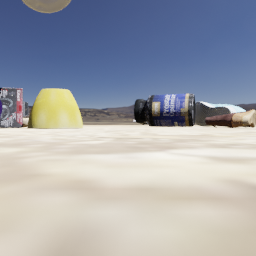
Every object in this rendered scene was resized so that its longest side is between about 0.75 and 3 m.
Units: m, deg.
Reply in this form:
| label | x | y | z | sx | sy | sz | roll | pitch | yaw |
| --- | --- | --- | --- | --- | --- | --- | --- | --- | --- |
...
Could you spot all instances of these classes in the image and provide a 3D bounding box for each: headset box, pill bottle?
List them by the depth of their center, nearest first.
| label | x | y | z | sx | sy | sz | roll | pitch | yaw |
| --- | --- | --- | --- | --- | --- | --- | --- | --- | --- |
| pill bottle | -1.827 | -3.410 | 5.716 | 1.127 | 1.974 | 1.127 | -16 | -29 | -9 |
| headset box | -3.424 | -0.528 | 7.478 | 1.447 | 1.077 | 0.559 | -1 | 1 | -22 |
| pill bottle | 1.547 | -0.722 | 11.715 | 2.435 | 1.362 | 1.362 | 0 | 1 | 18 |

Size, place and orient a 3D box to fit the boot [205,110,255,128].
| label | x | y | z | sx | sy | sz | roll | pitch | yaw |
| --- | --- | --- | --- | --- | --- | --- | --- | --- | --- |
| boot | 3.116 | -0.273 | 8.409 | 1.236 | 0.538 | 1.486 | 2 | 5 | 35 |

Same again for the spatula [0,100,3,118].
| label | x | y | z | sx | sy | sz | roll | pitch | yaw |
| --- | --- | --- | --- | --- | --- | --- | --- | --- | --- |
| spatula | -4.393 | -0.613 | 6.825 | 2.730 | 0.771 | 0.280 | 12 | -5 | -3 |

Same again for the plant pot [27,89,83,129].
| label | x | y | z | sx | sy | sz | roll | pitch | yaw |
| --- | --- | --- | --- | --- | --- | --- | --- | --- | --- |
| plant pot | -1.907 | -0.494 | 7.406 | 1.425 | 1.012 | 1.425 | 0 | 0 | 0 |

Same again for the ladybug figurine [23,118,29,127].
| label | x | y | z | sx | sy | sz | roll | pitch | yaw |
| --- | --- | --- | --- | --- | --- | --- | --- | --- | --- |
| ladybug figurine | -3.795 | -0.183 | 9.904 | 0.906 | 0.326 | 0.615 | 1 | 1 | 42 |

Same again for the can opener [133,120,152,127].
| label | x | y | z | sx | sy | sz | roll | pitch | yaw |
| --- | --- | --- | --- | --- | --- | --- | --- | --- | --- |
| can opener | 1.284 | -0.480 | 13.304 | 2.497 | 0.835 | 0.666 | 1 | 1 | 43 |

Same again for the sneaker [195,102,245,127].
| label | x | y | z | sx | sy | sz | roll | pitch | yaw |
| --- | --- | --- | --- | --- | --- | --- | --- | --- | --- |
| sneaker | 3.762 | -0.504 | 11.709 | 1.186 | 1.070 | 2.895 | 2 | 11 | -21 |
